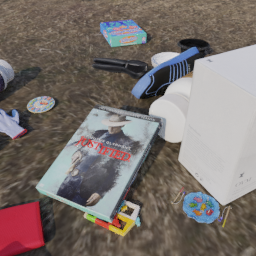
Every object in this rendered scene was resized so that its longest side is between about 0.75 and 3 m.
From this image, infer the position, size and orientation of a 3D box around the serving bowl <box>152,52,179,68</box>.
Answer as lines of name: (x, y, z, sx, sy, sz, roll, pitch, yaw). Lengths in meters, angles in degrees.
serving bowl: (1.651, -2.467, 11.007, 1.472, 0.484, 1.472, 0, 37, 0)

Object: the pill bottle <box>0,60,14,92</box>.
pill bottle: (-4.754, -1.519, 9.276, 1.082, 1.082, 1.942, 15, 40, 18)

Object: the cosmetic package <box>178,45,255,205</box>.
cosmetic package: (2.848, -0.219, 6.194, 2.768, 2.777, 1.707, -19, 41, -22)

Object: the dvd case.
dvd case: (-0.591, 0.610, 6.518, 1.972, 0.297, 2.701, 14, 53, 26)

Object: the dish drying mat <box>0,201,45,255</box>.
dish drying mat: (-2.993, 2.145, 5.227, 2.717, 0.247, 1.043, -11, 40, -16)

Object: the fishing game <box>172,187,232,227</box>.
fishing game: (1.545, 1.645, 5.929, 1.141, 0.177, 0.817, 22, 40, 26)

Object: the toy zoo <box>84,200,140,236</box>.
toy zoo: (-0.253, 1.772, 5.799, 1.104, 0.113, 0.724, 18, 41, 22)

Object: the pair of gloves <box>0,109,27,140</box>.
pair of gloves: (-3.822, 0.067, 7.773, 1.579, 0.224, 1.964, 29, 49, 28)

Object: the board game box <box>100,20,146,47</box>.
board game box: (-0.286, -4.761, 13.956, 1.755, 0.519, 2.307, -11, 39, -14)

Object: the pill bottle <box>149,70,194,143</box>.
pill bottle: (1.929, -0.766, 7.887, 1.576, 1.576, 2.756, 30, 47, 33)

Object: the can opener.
can opener: (-0.289, -2.354, 10.495, 2.118, 0.833, 0.671, 9, 51, 5)

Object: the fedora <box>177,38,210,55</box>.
fedora: (2.788, -3.361, 12.044, 1.389, 0.634, 1.389, 1, 38, 0)

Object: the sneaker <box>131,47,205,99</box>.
sneaker: (1.569, -1.620, 9.391, 2.985, 1.047, 1.163, -33, 78, -17)

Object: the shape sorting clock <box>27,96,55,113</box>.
shape sorting clock: (-2.816, -0.774, 9.064, 0.876, 0.172, 0.876, 0, 37, 0)
